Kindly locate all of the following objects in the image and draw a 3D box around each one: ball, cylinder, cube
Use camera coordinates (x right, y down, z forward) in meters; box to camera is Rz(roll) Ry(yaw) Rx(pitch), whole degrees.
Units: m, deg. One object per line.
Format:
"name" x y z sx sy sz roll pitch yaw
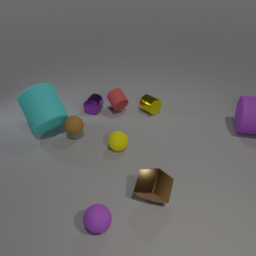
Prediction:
"ball" -0.746 2.214 6.854 0.700 0.700 0.700 0 32 0
"cylinder" 4.827 -0.443 10.390 1.400 1.400 1.400 7 33 10
"ball" -1.955 -0.099 10.150 0.700 0.700 0.700 0 32 0
"cylinder" -3.127 -0.709 10.347 1.400 1.400 1.400 -23 80 -32
"cylinder" -0.436 -1.215 11.893 0.700 0.700 0.700 -19 63 -27
"cylinder" 0.964 -1.018 12.056 0.700 0.700 0.700 -25 41 -34
"ball" -0.346 0.451 9.705 0.700 0.700 0.700 0 32 0
"cylinder" -1.484 -1.038 12.099 0.700 0.700 0.700 8 33 12
"cube" 0.693 1.543 7.492 0.700 0.700 0.700 -12 51 45
